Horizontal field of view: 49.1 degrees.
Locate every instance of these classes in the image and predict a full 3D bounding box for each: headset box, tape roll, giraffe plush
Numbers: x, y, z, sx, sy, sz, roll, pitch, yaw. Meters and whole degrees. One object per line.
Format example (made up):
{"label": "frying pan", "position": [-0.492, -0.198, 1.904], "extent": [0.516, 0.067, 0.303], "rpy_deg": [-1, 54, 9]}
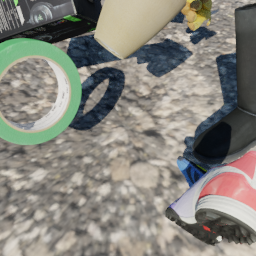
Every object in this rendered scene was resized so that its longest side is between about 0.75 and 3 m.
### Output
{"label": "headset box", "position": [-2.036, -2.764, 6.544], "extent": [2.816, 1.306, 2.452], "rpy_deg": [-13, 11, 13]}
{"label": "tape roll", "position": [-1.942, -0.704, 5.620], "extent": [2.072, 2.072, 0.498], "rpy_deg": [-34, 39, -26]}
{"label": "giraffe plush", "position": [2.136, -3.834, 8.934], "extent": [1.212, 1.046, 0.983], "rpy_deg": [-19, 51, -30]}

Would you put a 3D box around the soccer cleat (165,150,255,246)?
{"label": "soccer cleat", "position": [0.950, 0.847, 3.166], "extent": [0.682, 2.000, 0.732], "rpy_deg": [30, 70, 7]}

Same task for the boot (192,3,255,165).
{"label": "boot", "position": [2.209, -0.857, 5.339], "extent": [2.277, 2.763, 0.907], "rpy_deg": [-21, 35, -21]}

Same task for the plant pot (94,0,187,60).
{"label": "plant pot", "position": [0.071, -2.051, 5.109], "extent": [1.369, 1.369, 1.462], "rpy_deg": [39, 94, 29]}

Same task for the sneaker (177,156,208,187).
{"label": "sneaker", "position": [1.273, 1.086, 4.814], "extent": [0.547, 0.650, 1.659], "rpy_deg": [24, 13, -38]}
